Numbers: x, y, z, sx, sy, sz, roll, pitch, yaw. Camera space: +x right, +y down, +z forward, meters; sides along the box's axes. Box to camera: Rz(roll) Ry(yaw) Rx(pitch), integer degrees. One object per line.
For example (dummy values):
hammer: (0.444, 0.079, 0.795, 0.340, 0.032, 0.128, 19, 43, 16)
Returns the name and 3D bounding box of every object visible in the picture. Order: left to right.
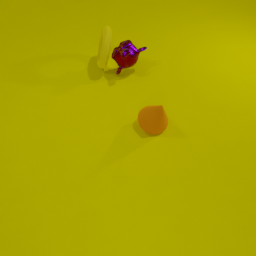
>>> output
ring: (-0.883, -2.974, 10.354, 0.310, 1.551, 1.551, 6, 48, -13)
monkey head: (-0.008, -2.545, 10.009, 1.495, 0.901, 1.076, -41, 32, 8)
cone: (0.867, -0.445, 8.288, 0.981, 0.985, 0.981, 4, 67, -10)
